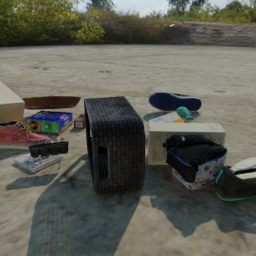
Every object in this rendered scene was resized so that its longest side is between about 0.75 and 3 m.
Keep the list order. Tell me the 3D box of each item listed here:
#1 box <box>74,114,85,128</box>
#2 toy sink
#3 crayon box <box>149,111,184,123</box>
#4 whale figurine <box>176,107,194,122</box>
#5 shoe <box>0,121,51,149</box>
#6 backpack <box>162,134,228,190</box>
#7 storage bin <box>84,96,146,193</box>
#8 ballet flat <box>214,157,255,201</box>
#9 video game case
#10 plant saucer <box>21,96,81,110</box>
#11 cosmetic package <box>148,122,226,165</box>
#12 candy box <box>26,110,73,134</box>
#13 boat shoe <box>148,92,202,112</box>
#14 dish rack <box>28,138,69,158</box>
[{"bbox_3d":[-1.894,-0.305,11.813,0.471,0.352,0.940,4,20,10],"label":"box"},{"bbox_3d":[-5.474,-0.818,10.677,2.697,1.511,1.758,34,29,31],"label":"toy sink"},{"bbox_3d":[1.502,0.096,10.092,1.121,0.460,1.783,-19,27,0],"label":"crayon box"},{"bbox_3d":[2.482,-0.602,12.305,0.806,0.526,1.013,-7,22,-16],"label":"whale figurine"},{"bbox_3d":[-3.656,0.229,9.734,1.871,0.851,0.668,0,21,0],"label":"shoe"},{"bbox_3d":[1.910,0.893,7.632,1.457,1.179,1.530,-17,32,-18],"label":"backpack"},{"bbox_3d":[-0.485,0.324,8.039,1.329,1.916,2.834,-5,22,-10],"label":"storage bin"},{"bbox_3d":[3.613,1.207,7.048,2.912,0.996,0.990,-5,21,-12],"label":"ballet flat"},{"bbox_3d":[-2.801,0.979,8.822,1.019,0.133,1.119,16,25,34],"label":"video game case"},{"bbox_3d":[-3.417,-1.080,12.354,2.711,0.467,2.711,-4,3,0],"label":"plant saucer"},{"bbox_3d":[1.746,0.483,8.689,2.242,1.161,0.820,2,22,3],"label":"cosmetic package"},{"bbox_3d":[-3.160,-0.268,11.401,1.468,0.565,1.241,4,20,14],"label":"candy box"},{"bbox_3d":[2.219,-1.261,13.671,2.555,0.923,0.925,8,16,-5],"label":"boat shoe"},{"bbox_3d":[-2.500,0.577,8.919,1.186,0.422,1.546,-5,9,-14],"label":"dish rack"}]
